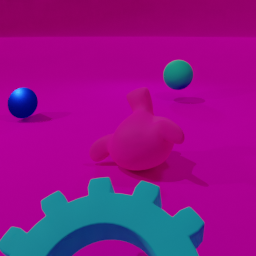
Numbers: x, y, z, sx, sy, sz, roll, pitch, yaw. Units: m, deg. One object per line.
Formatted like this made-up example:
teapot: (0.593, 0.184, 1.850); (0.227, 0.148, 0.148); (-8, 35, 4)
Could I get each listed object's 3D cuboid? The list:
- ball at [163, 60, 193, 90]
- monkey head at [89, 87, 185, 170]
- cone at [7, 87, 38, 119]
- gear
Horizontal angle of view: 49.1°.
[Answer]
ball: (1.710, -1.803, 9.555); (1.008, 1.008, 1.008); (0, 20, 0)
monkey head: (0.183, 0.023, 4.963); (1.935, 1.392, 1.166); (-16, 5, 35)
cone: (-2.798, -0.629, 7.973); (0.859, 0.859, 0.862); (2, -6, 7)
gear: (-0.199, 1.233, 2.069); (1.835, 0.339, 1.835); (-6, 45, 6)
